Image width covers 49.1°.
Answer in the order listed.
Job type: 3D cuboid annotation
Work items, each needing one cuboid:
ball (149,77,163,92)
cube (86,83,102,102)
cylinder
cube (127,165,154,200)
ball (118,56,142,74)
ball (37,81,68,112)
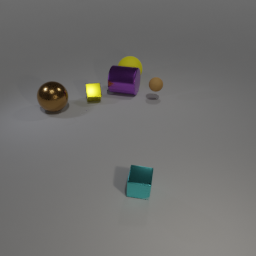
[{"bbox_3d":[1.361,-2.118,13.629,0.700,0.700,0.700,0,32,0],"label":"ball"},{"bbox_3d":[-1.691,-1.745,13.727,0.700,0.700,0.700,-6,-11,-10],"label":"cube"},{"bbox_3d":[-0.180,-2.474,14.479,1.400,1.400,1.400,8,33,13],"label":"cylinder"},{"bbox_3d":[0.363,1.632,8.442,0.700,0.700,0.700,8,42,6],"label":"cube"},{"bbox_3d":[0.108,-3.305,15.693,1.400,1.400,1.400,0,32,0],"label":"ball"},{"bbox_3d":[-3.439,-1.435,12.817,1.400,1.400,1.400,0,32,0],"label":"ball"}]
